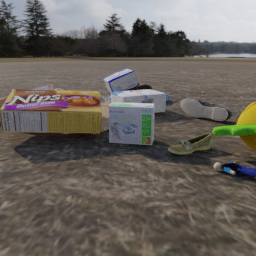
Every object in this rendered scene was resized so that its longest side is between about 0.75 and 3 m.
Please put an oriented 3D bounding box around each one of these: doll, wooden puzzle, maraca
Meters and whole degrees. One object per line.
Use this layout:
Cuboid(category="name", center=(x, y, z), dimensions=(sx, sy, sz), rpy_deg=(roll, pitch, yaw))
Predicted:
Cuboid(category="doll", center=(2.262, 0.866, 5.878), dimensions=(0.895, 0.217, 0.611), rpy_deg=(9, 18, 26))
Cuboid(category="wooden puzzle", center=(-1.084, -0.458, 9.796), dimensions=(2.128, 0.428, 2.300), rpy_deg=(-19, 32, -37))
Cuboid(category="maraca", center=(3.398, -0.044, 6.672), dimensions=(2.835, 1.517, 1.944), rpy_deg=(-6, -2, -21))

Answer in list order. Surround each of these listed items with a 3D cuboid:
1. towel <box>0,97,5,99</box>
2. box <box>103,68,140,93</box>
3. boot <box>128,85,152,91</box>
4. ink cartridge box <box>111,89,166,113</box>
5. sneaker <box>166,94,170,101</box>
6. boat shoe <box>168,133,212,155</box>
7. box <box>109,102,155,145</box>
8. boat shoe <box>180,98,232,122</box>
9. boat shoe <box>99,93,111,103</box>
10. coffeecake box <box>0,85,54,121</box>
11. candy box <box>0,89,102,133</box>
Cuboid(category="towel", center=(-5.112, -1.049, 12.211), dimensions=(2.539, 0.285, 1.836), rpy_deg=(13, 23, 42))
Cuboid(category="box", center=(-0.397, -2.554, 15.411), dimensions=(1.522, 0.868, 1.655), rpy_deg=(-26, 22, -8))
Cuboid(category="boot", center=(0.461, -2.280, 15.938), dimensions=(1.386, 0.523, 1.582), rpy_deg=(-5, 16, -16))
Cuboid(category="ink cartridge box", center=(0.407, -1.057, 11.300), dimensions=(1.887, 0.799, 1.363), rpy_deg=(-6, 17, -23))
Cuboid(category="sneaker", center=(1.677, -1.458, 13.295), dimensions=(0.609, 0.439, 1.160), rpy_deg=(3, 16, 9))
Cuboid(category="boat shoe", center=(1.594, 0.393, 7.143), dimensions=(1.262, 0.397, 0.460), rpy_deg=(-6, 18, -20))
Cuboid(category="box", center=(0.116, -0.142, 7.769), dimensions=(1.209, 1.067, 0.585), rpy_deg=(4, 17, 10))
Cuboid(category="boat shoe", center=(2.861, -0.640, 10.348), dimensions=(1.964, 0.656, 0.560), rpy_deg=(22, 14, 41))
Cuboid(category="boat shoe", center=(-1.310, -1.275, 12.461), dimensions=(1.310, 0.559, 0.484), rpy_deg=(-8, 19, -26))
Cuboid(category="coffeecake box", center=(-3.770, -0.949, 10.346), dimensions=(1.478, 0.704, 1.926), rpy_deg=(-16, 9, 23))
Cuboid(category="candy box", center=(-2.180, -0.529, 8.357), dimensions=(2.704, 0.763, 1.577), rpy_deg=(2, 29, -9))
